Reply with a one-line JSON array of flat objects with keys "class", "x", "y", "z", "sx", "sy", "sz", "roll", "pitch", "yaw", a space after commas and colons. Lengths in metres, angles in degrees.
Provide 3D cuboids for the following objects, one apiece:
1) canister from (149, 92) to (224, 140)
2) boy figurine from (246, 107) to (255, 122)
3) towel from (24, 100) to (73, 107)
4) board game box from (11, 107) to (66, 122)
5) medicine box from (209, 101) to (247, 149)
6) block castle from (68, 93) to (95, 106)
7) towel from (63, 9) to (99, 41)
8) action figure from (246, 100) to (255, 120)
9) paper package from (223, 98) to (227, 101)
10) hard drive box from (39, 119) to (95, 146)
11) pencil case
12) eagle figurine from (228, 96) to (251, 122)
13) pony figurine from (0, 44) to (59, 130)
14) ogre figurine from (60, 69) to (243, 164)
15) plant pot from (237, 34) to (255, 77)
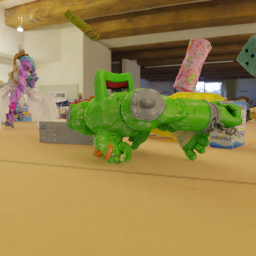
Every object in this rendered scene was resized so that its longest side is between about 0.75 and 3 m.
[{"class": "canister", "x": 0.973, "y": -0.330, "z": 7.582, "sx": 1.938, "sy": 1.129, "sz": 2.609, "roll": -4, "pitch": 5, "yaw": -40}, {"class": "boy figurine", "x": 6.256, "y": -0.608, "z": 13.609, "sx": 2.104, "sy": 0.678, "sz": 1.308, "roll": 6, "pitch": -20, "yaw": 24}, {"class": "towel", "x": -4.669, "y": -1.394, "z": 16.095, "sx": 2.990, "sy": 0.357, "sz": 2.165, "roll": 0, "pitch": 4, "yaw": 0}, {"class": "board game box", "x": -5.120, "y": -0.805, "z": 15.624, "sx": 2.635, "sy": 0.736, "sz": 2.580, "roll": -3, "pitch": 5, "yaw": -32}, {"class": "medicine box", "x": 2.027, "y": -0.086, "z": 5.665, "sx": 0.473, "sy": 0.919, "sz": 0.837, "roll": 4, "pitch": 6, "yaw": 38}, {"class": "block castle", "x": -1.237, "y": -0.915, "z": 12.875, "sx": 2.749, "sy": 1.290, "sz": 1.837, "roll": -2, "pitch": 1, "yaw": -24}, {"class": "towel", "x": -1.420, "y": -3.079, "z": 8.458, "sx": 1.160, "sy": 0.105, "sz": 0.499, "roll": 36, "pitch": -20, "yaw": -28}, {"class": "action figure", "x": 6.501, "y": -0.780, "z": 15.236, "sx": 0.921, "sy": 0.791, "sz": 1.549, "roll": 32, "pitch": 61, "yaw": 24}, {"class": "paper package", "x": 2.999, "y": -0.798, "z": 12.784, "sx": 2.316, "sy": 1.198, "sz": 2.207, "roll": -5, "pitch": 7, "yaw": -37}, {"class": "hard drive box", "x": -1.196, "y": 0.065, "z": 6.411, "sx": 1.291, "sy": 0.496, "sz": 1.006, "roll": 1, "pitch": 5, "yaw": 18}, {"class": "pencil case", "x": 2.854, "y": -2.708, "z": 12.402, "sx": 1.063, "sy": 2.432, "sz": 1.063, "roll": 18, "pitch": 6, "yaw": -2}, {"class": "eagle figurine", "x": 5.016, "y": -0.900, "z": 13.439, "sx": 1.503, "sy": 1.134, "sz": 1.140, "roll": 3, "pitch": -36, "yaw": 36}, {"class": "pony figurine", "x": -3.747, "y": -1.008, "z": 9.363, "sx": 2.351, "sy": 2.725, "sz": 2.823, "roll": 0, "pitch": -15, "yaw": -33}, {"class": "ogre figurine", "x": 0.092, "y": -0.126, "z": 4.258, "sx": 1.576, "sy": 1.290, "sz": 2.629, "roll": 12, "pitch": 7, "yaw": -42}, {"class": "plant pot", "x": 3.391, "y": -1.684, "z": 6.566, "sx": 1.443, "sy": 1.020, "sz": 1.020, "roll": -7, "pitch": 51, "yaw": -30}]
